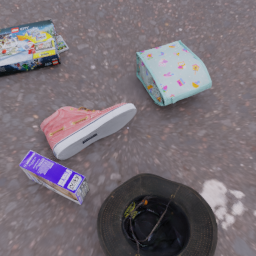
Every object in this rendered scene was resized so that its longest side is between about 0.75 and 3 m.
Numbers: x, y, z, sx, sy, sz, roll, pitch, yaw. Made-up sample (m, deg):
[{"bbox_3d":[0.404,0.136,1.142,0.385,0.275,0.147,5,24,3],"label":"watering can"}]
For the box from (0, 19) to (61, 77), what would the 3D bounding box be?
[{"bbox_3d":[-4.173,-3.016,10.657,2.952,0.556,2.016,-13,59,-5],"label":"box"}]

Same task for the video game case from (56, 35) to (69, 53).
[{"bbox_3d":[-2.959,-3.244,11.132,0.951,0.105,0.867,-26,61,-14],"label":"video game case"}]

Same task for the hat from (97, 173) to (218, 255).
[{"bbox_3d":[0.690,2.584,6.984,2.840,1.146,2.840,-2,51,3],"label":"hat"}]

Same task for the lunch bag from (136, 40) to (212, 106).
[{"bbox_3d":[1.512,-1.762,9.530,1.868,1.337,2.193,-21,55,-13],"label":"lunch bag"}]

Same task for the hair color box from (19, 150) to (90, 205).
[{"bbox_3d":[-2.009,1.387,7.782,1.792,0.979,0.581,21,61,13],"label":"hair color box"}]

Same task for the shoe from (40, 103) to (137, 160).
[{"bbox_3d":[-1.236,-0.287,8.780,2.897,1.035,1.318,-31,66,-14],"label":"shoe"}]
